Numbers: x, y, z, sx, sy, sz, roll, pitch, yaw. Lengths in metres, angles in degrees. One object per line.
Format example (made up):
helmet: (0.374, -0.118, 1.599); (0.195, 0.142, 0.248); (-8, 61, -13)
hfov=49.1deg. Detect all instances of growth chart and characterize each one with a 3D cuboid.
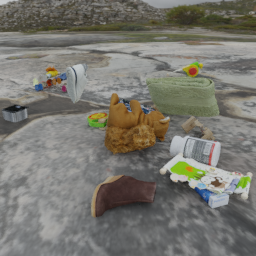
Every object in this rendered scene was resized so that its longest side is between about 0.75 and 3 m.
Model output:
growth chart: (2.063, 1.228, 7.295); (2.255, 0.200, 1.632); (16, 21, 18)

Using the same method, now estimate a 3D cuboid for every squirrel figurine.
squirrel figurine: (0.333, 0.068, 9.317); (2.100, 1.593, 2.250); (9, 38, -5)

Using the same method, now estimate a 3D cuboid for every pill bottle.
pill bottle: (2.009, 0.669, 8.400); (1.346, 0.780, 0.780); (12, 27, 27)

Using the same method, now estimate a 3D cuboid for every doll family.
doll family: (-3.836, -2.843, 15.670); (2.720, 1.226, 1.688); (6, 25, 14)

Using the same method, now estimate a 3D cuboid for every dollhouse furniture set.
dollhouse furniture set: (2.504, 0.194, 9.848); (0.582, 0.681, 1.315); (-41, 26, 5)

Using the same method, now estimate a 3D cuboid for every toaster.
toaster: (-4.634, -0.620, 11.613); (0.835, 0.496, 0.755); (12, 27, 25)

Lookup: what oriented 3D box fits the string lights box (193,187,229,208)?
string lights box: (2.036, 1.575, 6.989); (0.464, 0.266, 0.902); (-8, 25, -18)

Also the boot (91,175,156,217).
boot: (-0.056, 1.592, 6.571); (1.313, 0.571, 1.578); (5, 21, 14)

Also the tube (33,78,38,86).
tube: (-5.428, -2.662, 16.523); (0.291, 0.260, 1.002); (-42, 34, 2)

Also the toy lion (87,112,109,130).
toy lion: (-1.160, -0.345, 11.219); (1.162, 0.416, 1.213); (4, 24, 26)

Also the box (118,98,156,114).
box: (0.227, -0.614, 11.109); (1.906, 0.439, 1.515); (14, 23, -6)

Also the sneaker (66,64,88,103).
sneaker: (-2.019, -1.753, 11.404); (0.802, 1.993, 0.761); (-29, 69, -27)

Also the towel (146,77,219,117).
towel: (2.132, -1.187, 11.111); (2.760, 2.048, 0.504); (7, 57, 31)

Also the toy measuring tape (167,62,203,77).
toy measuring tape: (3.749, -3.578, 18.251); (2.378, 0.875, 0.875); (-20, 22, 12)
